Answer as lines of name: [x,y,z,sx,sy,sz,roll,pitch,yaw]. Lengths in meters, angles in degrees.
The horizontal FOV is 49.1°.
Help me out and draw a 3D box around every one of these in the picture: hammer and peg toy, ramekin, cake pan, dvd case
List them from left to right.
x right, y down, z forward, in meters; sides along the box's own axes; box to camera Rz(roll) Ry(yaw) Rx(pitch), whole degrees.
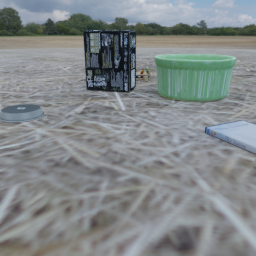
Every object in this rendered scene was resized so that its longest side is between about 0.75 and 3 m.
cake pan: [-3.031,-0.448,7.981,1.244,0.228,1.244,0,18,0]
hammer and peg toy: [0.679,-2.717,14.209,1.043,0.500,1.418,3,19,8]
ramekin: [2.438,-1.952,10.509,2.923,1.428,2.923,0,19,0]
dvd case: [2.811,0.199,6.184,1.296,0.159,1.817,-10,21,-27]

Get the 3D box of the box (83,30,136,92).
box: [-0.702,-2.731,11.374,1.917,2.341,1.008,5,21,15]
